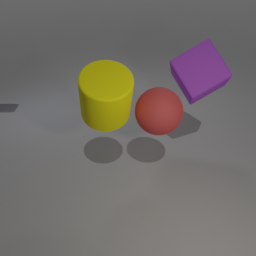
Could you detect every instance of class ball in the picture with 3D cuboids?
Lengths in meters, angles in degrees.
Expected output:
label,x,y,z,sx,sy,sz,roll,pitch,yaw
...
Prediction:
label,x,y,z,sx,sy,sz,roll,pitch,yaw
ball,0.896,-0.485,8.140,1.400,1.400,1.400,0,32,0

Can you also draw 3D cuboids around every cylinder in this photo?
label,x,y,z,sx,sy,sz,roll,pitch,yaw
cylinder,-0.596,-0.841,7.509,1.400,1.400,1.400,2,57,-4

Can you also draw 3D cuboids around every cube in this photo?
label,x,y,z,sx,sy,sz,roll,pitch,yaw
cube,2.338,-1.788,9.221,1.400,1.400,1.400,-30,-8,7
